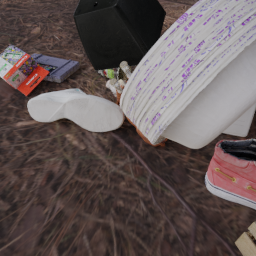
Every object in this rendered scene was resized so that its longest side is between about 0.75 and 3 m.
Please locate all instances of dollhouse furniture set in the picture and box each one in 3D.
[{"bbox_3d":[2.691,2.041,4.945,0.961,0.914,0.783,-1,40,-26],"label":"dollhouse furniture set"}]

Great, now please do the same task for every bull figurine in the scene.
[{"bbox_3d":[0.187,-0.719,7.665,0.913,1.702,2.804,-37,60,0],"label":"bull figurine"}]

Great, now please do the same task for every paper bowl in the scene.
[{"bbox_3d":[1.311,-0.746,4.507,2.730,2.730,1.420,-34,76,-36],"label":"paper bowl"}]

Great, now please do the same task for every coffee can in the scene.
[{"bbox_3d":[-0.553,-2.225,10.410,1.105,0.809,0.809,24,44,28],"label":"coffee can"}]

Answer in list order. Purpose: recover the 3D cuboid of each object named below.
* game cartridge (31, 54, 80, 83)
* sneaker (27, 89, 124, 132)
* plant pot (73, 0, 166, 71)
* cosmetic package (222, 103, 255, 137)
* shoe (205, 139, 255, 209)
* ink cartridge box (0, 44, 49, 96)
[{"bbox_3d":[-3.216,-2.407,11.031,2.217,0.426,1.437,14,36,18],"label":"game cartridge"},{"bbox_3d":[-1.410,-0.724,8.326,2.942,1.107,1.302,9,32,15],"label":"sneaker"},{"bbox_3d":[-0.326,-3.170,8.134,2.093,1.861,2.098,0,61,30],"label":"plant pot"},{"bbox_3d":[2.609,-1.722,8.069,2.356,2.855,2.353,13,39,16],"label":"cosmetic package"},{"bbox_3d":[3.029,1.084,5.768,2.707,1.231,0.967,15,40,18],"label":"shoe"},{"bbox_3d":[-3.950,-2.122,10.081,2.255,0.568,1.229,33,77,35],"label":"ink cartridge box"}]
